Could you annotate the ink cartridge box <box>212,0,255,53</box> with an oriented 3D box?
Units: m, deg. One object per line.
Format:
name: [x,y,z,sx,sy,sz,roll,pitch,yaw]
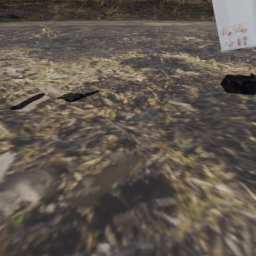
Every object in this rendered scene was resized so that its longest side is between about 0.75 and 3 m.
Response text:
ink cartridge box: [3.245,-3.881,8.297,1.042,2.486,2.182,-2,35,32]
